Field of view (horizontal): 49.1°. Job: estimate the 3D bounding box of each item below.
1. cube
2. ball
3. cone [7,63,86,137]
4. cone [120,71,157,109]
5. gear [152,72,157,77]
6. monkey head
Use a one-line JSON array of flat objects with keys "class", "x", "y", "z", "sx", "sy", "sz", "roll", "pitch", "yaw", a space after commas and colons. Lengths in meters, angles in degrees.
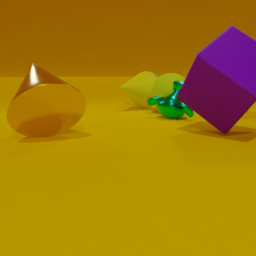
[{"class": "cube", "x": 2.137, "y": -1.008, "z": 5.973, "sx": 1.377, "sy": 1.377, "sz": 1.377, "roll": 40, "pitch": 60, "yaw": 14}, {"class": "ball", "x": 1.449, "y": -1.177, "z": 9.511, "sx": 1.349, "sy": 1.349, "sz": 1.349, "roll": 0, "pitch": 11, "yaw": 0}, {"class": "cone", "x": -1.862, "y": -0.878, "z": 5.954, "sx": 1.539, "sy": 1.539, "sz": 1.544, "roll": -6, "pitch": 53, "yaw": -29}, {"class": "cone", "x": 0.184, "y": -1.407, "z": 10.043, "sx": 1.392, "sy": 1.392, "sz": 1.397, "roll": 9, "pitch": 8, "yaw": 40}, {"class": "gear", "x": 0.694, "y": -1.913, "z": 11.655, "sx": 1.100, "sy": 0.203, "sz": 1.100, "roll": -25, "pitch": 27, "yaw": 14}, {"class": "monkey head", "x": 1.357, "y": -0.822, "z": 8.357, "sx": 1.458, "sy": 1.049, "sz": 0.879, "roll": 18, "pitch": 32, "yaw": 21}]
